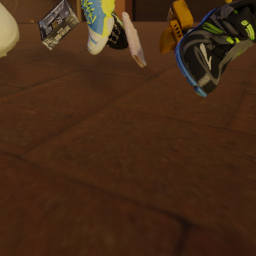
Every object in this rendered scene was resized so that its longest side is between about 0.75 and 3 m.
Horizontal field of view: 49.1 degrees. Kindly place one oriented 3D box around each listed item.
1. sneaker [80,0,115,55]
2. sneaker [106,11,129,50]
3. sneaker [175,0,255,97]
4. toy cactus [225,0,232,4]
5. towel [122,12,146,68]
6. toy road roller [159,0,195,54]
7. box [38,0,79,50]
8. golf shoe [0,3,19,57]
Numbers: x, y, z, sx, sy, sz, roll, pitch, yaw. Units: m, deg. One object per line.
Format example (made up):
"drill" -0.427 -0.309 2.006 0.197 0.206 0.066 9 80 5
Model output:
"sneaker" -1.011 -3.396 7.766 1.339 2.549 0.965 17 -7 -24
"sneaker" -0.406 -3.393 9.261 1.054 0.915 2.379 -2 48 -38
"sneaker" 1.775 -1.691 5.276 1.147 0.981 2.767 -16 31 51
"toy cactus" 3.029 -3.524 6.980 1.819 0.930 1.501 -15 27 -22
"towel" 0.174 -2.359 7.637 0.195 1.211 1.156 -17 -9 14
"toy road roller" 1.398 -2.934 8.507 1.124 1.540 0.946 -19 -8 -3
"box" -2.164 -3.231 8.605 1.201 0.379 1.523 -38 44 14
"golf shoe" -2.428 -1.799 2.994 2.752 1.077 1.338 31 -26 -27
